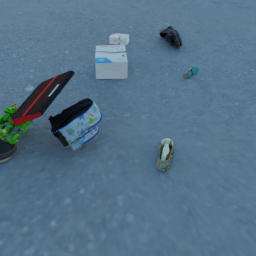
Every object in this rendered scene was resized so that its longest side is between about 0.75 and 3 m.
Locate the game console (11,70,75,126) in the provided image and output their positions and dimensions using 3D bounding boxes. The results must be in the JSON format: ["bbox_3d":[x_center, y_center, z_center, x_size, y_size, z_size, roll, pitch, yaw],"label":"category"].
[{"bbox_3d":[-2.278,-0.799,7.496,1.520,0.267,1.719,-9,42,39],"label":"game console"}]

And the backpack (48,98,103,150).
[{"bbox_3d":[-1.327,-0.137,7.619,1.320,0.970,1.208,-36,28,-4],"label":"backpack"}]

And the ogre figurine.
[{"bbox_3d":[-3.412,-0.094,8.055,1.782,0.874,1.068,-12,29,49],"label":"ogre figurine"}]

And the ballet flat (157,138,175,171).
[{"bbox_3d":[1.024,0.575,7.444,0.431,0.478,1.271,8,38,10],"label":"ballet flat"}]

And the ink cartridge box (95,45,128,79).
[{"bbox_3d":[-0.725,-2.895,11.787,1.293,0.745,2.233,-3,37,-3],"label":"ink cartridge box"}]

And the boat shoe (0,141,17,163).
[{"bbox_3d":[-3.893,0.532,7.267,1.872,0.686,0.697,-3,38,-13],"label":"boat shoe"}]

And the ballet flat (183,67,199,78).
[{"bbox_3d":[2.522,-2.267,11.381,0.862,0.292,0.324,-33,31,-33],"label":"ballet flat"}]

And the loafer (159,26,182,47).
[{"bbox_3d":[2.128,-4.497,14.011,0.734,0.838,2.332,-19,31,6],"label":"loafer"}]

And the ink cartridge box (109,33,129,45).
[{"bbox_3d":[-0.438,-4.512,14.222,0.894,0.370,0.655,8,38,10],"label":"ink cartridge box"}]
